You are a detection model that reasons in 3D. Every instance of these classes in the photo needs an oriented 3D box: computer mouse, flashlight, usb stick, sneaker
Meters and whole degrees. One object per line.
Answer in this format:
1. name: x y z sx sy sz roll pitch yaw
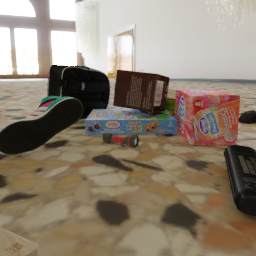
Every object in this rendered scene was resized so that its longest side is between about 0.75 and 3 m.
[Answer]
1. computer mouse: 4.209 -0.471 9.647 1.591 0.366 1.117 -7 15 -30
2. flashlight: -0.180 0.260 6.480 0.874 0.296 0.297 7 18 26
3. usb stick: 1.844 0.701 4.298 0.620 0.364 2.235 10 14 13
4. sneaker: -1.998 -0.153 6.366 1.960 0.820 1.184 -28 17 -11

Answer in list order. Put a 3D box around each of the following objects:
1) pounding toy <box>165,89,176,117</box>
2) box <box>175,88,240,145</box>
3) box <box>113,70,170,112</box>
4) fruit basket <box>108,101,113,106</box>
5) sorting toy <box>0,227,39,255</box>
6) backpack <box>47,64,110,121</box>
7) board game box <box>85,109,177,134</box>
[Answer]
1. pounding toy: 1.552 -0.726 9.704 2.111 0.980 1.630 8 19 2
2. box: 1.968 -0.406 7.409 1.104 1.196 2.332 0 13 0
3. box: 0.400 -1.068 8.109 1.274 1.057 1.046 12 10 25
4. fruit basket: -1.419 -1.112 12.368 1.365 0.691 1.473 -10 31 -37
5. sorting toy: -1.482 1.161 2.050 1.167 0.406 1.160 7 15 31
6. backpack: -1.667 -1.182 9.473 2.110 1.873 1.588 -5 17 -40
7. board game box: 0.081 -0.222 8.296 2.450 0.448 1.853 -1 13 0
